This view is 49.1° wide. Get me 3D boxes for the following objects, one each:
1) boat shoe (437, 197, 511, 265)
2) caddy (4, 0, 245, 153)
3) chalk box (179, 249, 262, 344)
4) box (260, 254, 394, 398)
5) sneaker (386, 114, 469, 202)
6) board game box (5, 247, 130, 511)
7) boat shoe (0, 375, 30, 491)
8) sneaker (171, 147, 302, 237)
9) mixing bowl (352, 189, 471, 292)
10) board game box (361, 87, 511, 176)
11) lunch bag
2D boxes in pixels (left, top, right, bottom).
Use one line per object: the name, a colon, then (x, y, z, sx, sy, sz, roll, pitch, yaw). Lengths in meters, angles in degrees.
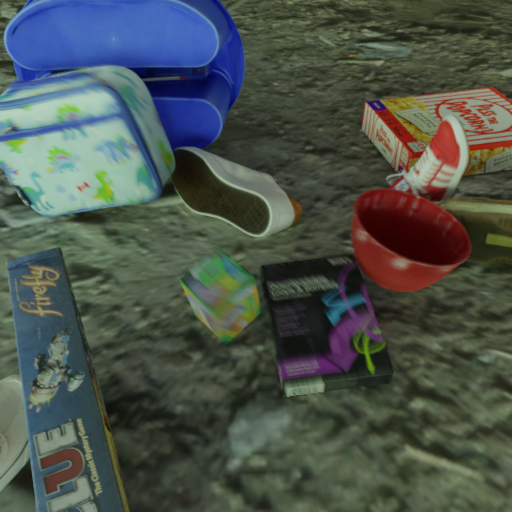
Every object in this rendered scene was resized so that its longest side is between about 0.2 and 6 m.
boat shoe: (4.675, -0.408, 9.180, 3.490, 1.250, 1.329, 19, 39, 20)
caddy: (-2.606, -3.797, 11.358, 4.785, 3.383, 2.512, -2, 31, -3)
chalk box: (-0.502, 0.499, 7.918, 0.775, 1.245, 0.771, -40, 59, -17)
box: (0.938, 0.919, 8.045, 1.500, 0.379, 2.098, -7, 48, -5)
sneaker: (2.873, -1.479, 9.587, 1.163, 2.067, 0.736, -17, 59, 0)
board game box: (-1.758, 1.881, 5.597, 0.602, 2.359, 3.482, -15, 42, -18)
boat shoe: (-3.240, 2.282, 6.246, 0.979, 0.889, 2.661, 7, 41, 8)
sneaker: (-0.408, -1.192, 10.436, 1.253, 1.078, 2.961, -12, 38, -46)
mixing bowl: (2.248, -0.119, 8.792, 1.863, 1.009, 1.863, 11, 40, -9)
board game box: (4.269, -2.679, 12.171, 3.234, 0.749, 2.450, -9, 41, -11)
lunch bag: (-3.111, -1.964, 9.753, 2.949, 2.370, 1.216, -4, 39, 18)
